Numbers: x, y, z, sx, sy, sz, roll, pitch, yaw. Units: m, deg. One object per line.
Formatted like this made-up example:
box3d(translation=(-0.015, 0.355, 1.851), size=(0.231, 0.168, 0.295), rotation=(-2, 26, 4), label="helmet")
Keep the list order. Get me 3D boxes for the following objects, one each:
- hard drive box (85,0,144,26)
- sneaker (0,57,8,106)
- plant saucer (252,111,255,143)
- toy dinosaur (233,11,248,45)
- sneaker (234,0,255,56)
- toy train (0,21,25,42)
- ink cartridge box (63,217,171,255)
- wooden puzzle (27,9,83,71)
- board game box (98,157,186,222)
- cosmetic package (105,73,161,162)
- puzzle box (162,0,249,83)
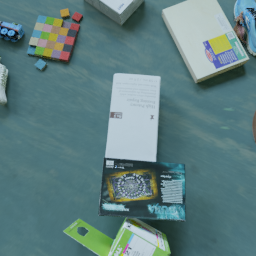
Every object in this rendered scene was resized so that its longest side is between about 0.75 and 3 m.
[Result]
box3d(translation=(-0.493, -4.535, 9.422), size=(1.732, 0.665, 1.350), rotation=(37, 79, 9), label="hard drive box")
box3d(translation=(-4.082, -1.577, 8.665), size=(0.752, 0.660, 1.877), rotation=(-25, 76, -9), label="sneaker")
box3d(translation=(5.214, 0.048, 8.310), size=(2.847, 0.521, 2.847), rotation=(0, 75, 1), label="plant saucer")
box3d(translation=(3.615, -3.172, 9.053), size=(0.436, 0.689, 1.017), rotation=(-15, 75, -5), label="toy dinosaur")
box3d(translation=(4.152, -3.461, 8.983), size=(0.843, 0.967, 2.151), rotation=(-15, 76, -4), label="sneaker")
box3d(translation=(-3.938, -3.209, 9.227), size=(0.968, 0.420, 0.553), rotation=(18, 67, 7), label="toy train")
box3d(translation=(-0.227, 2.643, 6.951), size=(2.310, 1.707, 0.875), rotation=(29, 85, 7), label="ink cartridge box")
box3d(translation=(-2.459, -2.985, 9.272), size=(1.424, 0.169, 2.402), rotation=(12, 76, 3), label="wooden puzzle")
box3d(translation=(0.367, 1.515, 6.927), size=(2.091, 0.294, 1.414), rotation=(5, 69, -3), label="board game box")
box3d(translation=(0.156, -0.070, 8.081), size=(1.420, 1.034, 2.794), rotation=(3, 74, 1), label="cosmetic package")
box3d(translation=(2.464, -2.986, 9.149), size=(1.825, 0.349, 2.743), rotation=(-21, 76, -4), label="puzzle box")
